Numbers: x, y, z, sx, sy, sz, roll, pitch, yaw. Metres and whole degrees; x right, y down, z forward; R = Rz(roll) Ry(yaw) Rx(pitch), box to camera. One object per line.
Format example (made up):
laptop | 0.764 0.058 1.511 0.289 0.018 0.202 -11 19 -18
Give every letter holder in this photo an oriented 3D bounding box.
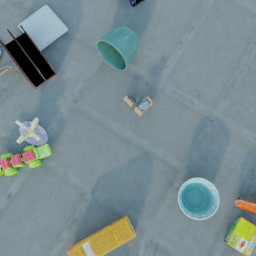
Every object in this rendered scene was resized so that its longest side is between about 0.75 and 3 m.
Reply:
letter holder | -3.616 -2.609 9.937 1.008 1.424 2.004 -36 89 -6

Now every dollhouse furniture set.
dollhouse furniture set | 0.365 -0.982 10.167 0.608 0.605 0.863 -44 83 -8

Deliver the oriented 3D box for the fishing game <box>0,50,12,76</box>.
fishing game | -5.912 -2.848 10.643 2.062 0.448 2.880 -34 79 -7

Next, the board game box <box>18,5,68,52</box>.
board game box | -3.312 -3.892 10.969 1.432 0.185 1.431 -40 82 -7

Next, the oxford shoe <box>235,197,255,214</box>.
oxford shoe | 4.568 2.546 9.555 1.861 0.663 0.678 12 58 -1

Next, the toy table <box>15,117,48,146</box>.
toy table | -3.434 0.139 9.928 1.147 0.672 1.055 25 80 6

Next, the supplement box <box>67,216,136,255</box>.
supplement box | -0.829 3.739 9.186 2.176 0.724 0.749 -30 81 -5

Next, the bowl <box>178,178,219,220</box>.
bowl | 2.310 2.370 9.463 1.350 0.706 1.350 0 78 0

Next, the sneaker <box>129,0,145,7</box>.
sneaker | 0.083 -5.321 11.035 1.519 0.614 0.877 9 77 0

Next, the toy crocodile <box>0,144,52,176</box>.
toy crocodile | -3.746 1.118 9.726 2.198 0.679 0.742 -19 79 -4

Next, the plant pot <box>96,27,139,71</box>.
plant pot | -0.270 -2.992 10.243 1.397 1.397 1.121 37 72 7

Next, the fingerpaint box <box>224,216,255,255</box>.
fingerpaint box | 3.859 3.623 9.386 0.837 0.368 1.004 31 81 7
